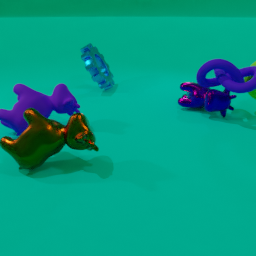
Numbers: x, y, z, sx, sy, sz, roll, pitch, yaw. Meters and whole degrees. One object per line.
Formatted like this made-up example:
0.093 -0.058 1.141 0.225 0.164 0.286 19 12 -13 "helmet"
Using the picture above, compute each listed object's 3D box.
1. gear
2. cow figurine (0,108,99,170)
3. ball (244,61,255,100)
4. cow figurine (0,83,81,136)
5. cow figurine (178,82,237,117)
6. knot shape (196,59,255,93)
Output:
-1.058 -2.169 9.976 0.312 1.686 1.686 -26 18 17 "gear"
-1.384 0.264 5.152 1.471 0.821 1.495 36 79 16 "cow figurine"
3.742 -1.281 7.459 1.199 1.199 1.199 0 24 0 "ball"
-2.044 -0.418 6.661 1.577 0.880 1.602 26 68 1 "cow figurine"
2.273 -0.899 8.098 1.590 0.887 1.616 11 16 18 "cow figurine"
2.671 -1.279 7.101 1.587 0.733 1.485 1 14 -40 "knot shape"
